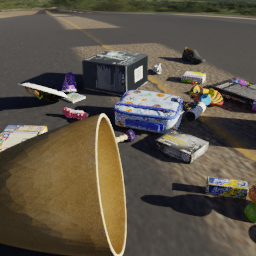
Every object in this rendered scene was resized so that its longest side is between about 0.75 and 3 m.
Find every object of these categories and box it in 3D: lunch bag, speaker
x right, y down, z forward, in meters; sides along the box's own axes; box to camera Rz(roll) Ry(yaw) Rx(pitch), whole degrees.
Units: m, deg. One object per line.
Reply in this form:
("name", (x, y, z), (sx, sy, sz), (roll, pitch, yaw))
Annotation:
("lunch bag", (0.841, -0.626, 10.594), (2.561, 0.968, 2.052), (8, 31, 17))
("speaker", (2.694, -0.651, 11.162), (0.452, 0.452, 1.112), (18, 33, 30))

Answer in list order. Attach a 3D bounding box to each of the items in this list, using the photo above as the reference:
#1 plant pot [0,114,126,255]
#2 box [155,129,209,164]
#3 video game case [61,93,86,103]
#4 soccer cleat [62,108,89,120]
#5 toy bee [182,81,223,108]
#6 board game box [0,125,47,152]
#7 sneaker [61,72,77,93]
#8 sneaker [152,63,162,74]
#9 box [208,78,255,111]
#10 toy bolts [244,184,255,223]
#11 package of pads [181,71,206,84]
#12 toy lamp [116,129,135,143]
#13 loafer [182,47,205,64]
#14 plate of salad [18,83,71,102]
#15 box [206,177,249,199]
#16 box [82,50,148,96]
("plant pot", (-1.682, 1.292, 5.646), (2.924, 2.725, 2.725), (-9, 28, 6))
("box", (1.718, 0.554, 9.021), (1.366, 0.330, 1.082), (24, 37, 37))
("video game case", (-2.524, -1.407, 12.939), (0.852, 0.094, 0.776), (21, 35, 35))
("soccer cleat", (-2.105, -0.577, 11.142), (1.109, 0.370, 0.424), (15, 24, 22))
("toy bee", (3.069, -1.436, 11.725), (1.993, 1.083, 1.304), (-3, -3, -40))
("board game box", (-3.542, 0.498, 9.027), (1.372, 0.419, 1.811), (2, 28, 3))
("sneaker", (-2.936, -2.268, 13.821), (0.758, 0.784, 1.880), (-5, 29, -10))
("sneaker", (1.683, -3.435, 16.431), (0.517, 0.480, 1.277), (-6, 23, 13))
("box", (5.419, -1.578, 12.837), (2.027, 0.512, 2.835), (-19, 35, -32))
("toy bolts", (3.626, 1.681, 6.124), (1.552, 1.077, 1.483), (-9, 29, -16))
("package of pads", (3.547, -2.723, 15.076), (1.155, 0.394, 0.893), (12, 30, 21))
("toy lamp", (-0.589, 0.458, 9.070), (1.687, 0.491, 0.491), (-17, 33, -32))
("loafer", (4.308, -4.765, 18.501), (0.762, 0.757, 2.094), (-15, 32, -27))
("plate of salad", (-3.553, -1.450, 11.885), (2.206, 0.530, 2.206), (14, 2, 0))
("box", (2.519, 1.530, 7.178), (0.999, 0.350, 0.321), (5, 29, 9))
("box", (-0.577, -2.839, 14.125), (2.453, 1.546, 2.495), (12, 30, 24))
